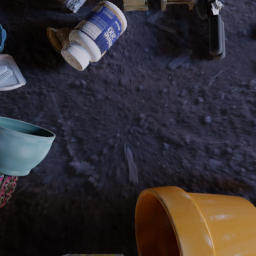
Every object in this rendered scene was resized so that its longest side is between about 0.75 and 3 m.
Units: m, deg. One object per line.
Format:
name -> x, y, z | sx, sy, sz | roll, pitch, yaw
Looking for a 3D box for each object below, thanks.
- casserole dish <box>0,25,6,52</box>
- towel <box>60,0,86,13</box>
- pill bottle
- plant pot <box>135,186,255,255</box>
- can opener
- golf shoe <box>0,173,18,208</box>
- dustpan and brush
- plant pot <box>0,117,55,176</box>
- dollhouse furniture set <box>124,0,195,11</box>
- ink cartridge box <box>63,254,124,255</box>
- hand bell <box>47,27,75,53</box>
casserole dish -> -5.483, -3.161, 10.274 | 2.141, 0.415, 1.297 | -9, 72, -4
towel -> -2.013, -5.681, 10.162 | 1.845, 0.954, 2.228 | 44, 101, -9
pill bottle -> -1.214, -3.174, 9.807 | 1.300, 1.300, 2.343 | 35, 75, 11
plant pot -> 1.903, 2.870, 7.201 | 2.663, 2.909, 2.909 | -4, 71, -18
can opener -> 3.148, -3.797, 10.438 | 0.909, 0.720, 2.735 | -14, 66, 33
golf shoe -> -4.163, 2.095, 8.276 | 1.123, 0.885, 2.438 | 19, 73, 6
dustpan and brush -> -4.843, -1.717, 9.690 | 2.088, 0.598, 1.457 | -30, 74, -9
plant pot -> -3.373, 0.588, 8.340 | 2.045, 2.045, 1.370 | 19, 94, 6
dollhouse furniture set -> 1.143, -5.748, 10.351 | 2.669, 1.881, 1.870 | -1, 72, 1
ink cartridge box -> -1.273, 4.697, 7.624 | 2.333, 0.548, 2.305 | 0, 73, 2
hand bell -> -1.962, -3.609, 10.358 | 1.826, 0.951, 0.951 | -38, 75, -25
